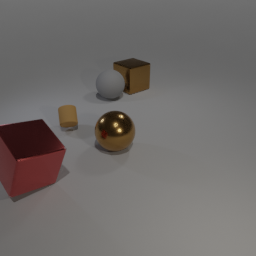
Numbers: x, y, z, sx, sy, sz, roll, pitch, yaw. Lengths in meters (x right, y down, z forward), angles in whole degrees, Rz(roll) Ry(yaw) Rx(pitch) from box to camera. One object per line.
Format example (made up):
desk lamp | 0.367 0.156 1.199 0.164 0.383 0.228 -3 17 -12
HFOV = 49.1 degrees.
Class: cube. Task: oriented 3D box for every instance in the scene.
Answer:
cube | -2.793 0.781 7.763 1.400 1.400 1.400 -13 48 -45
cube | 0.193 -2.750 14.715 1.400 1.400 1.400 -22 36 -34

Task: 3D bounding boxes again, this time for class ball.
ball | -0.443 0.106 9.594 1.400 1.400 1.400 0 29 0
ball | -0.854 -2.117 13.533 1.400 1.400 1.400 0 29 0

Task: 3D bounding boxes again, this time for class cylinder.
cylinder | -2.333 -0.453 10.888 0.700 0.700 0.700 -7 73 -12
